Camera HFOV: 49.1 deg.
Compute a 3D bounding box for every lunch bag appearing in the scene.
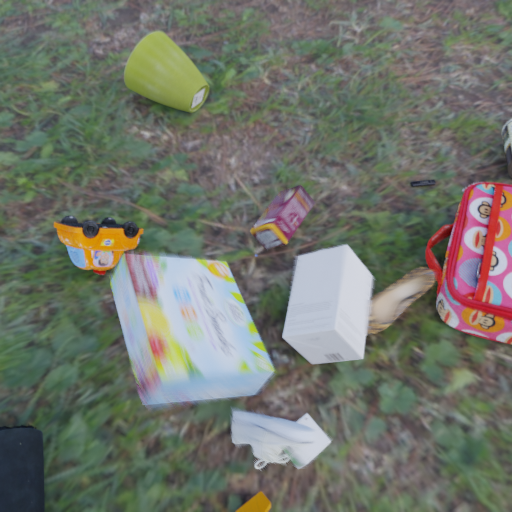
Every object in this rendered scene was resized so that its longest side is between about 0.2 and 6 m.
[{"bbox_3d":[4.289,0.065,9.696,2.590,1.204,2.940,14,54,16],"label":"lunch bag"}]

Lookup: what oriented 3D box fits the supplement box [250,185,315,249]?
[{"bbox_3d":[0.497,-0.723,10.399,0.493,0.635,1.151,49,58,-21],"label":"supplement box"}]

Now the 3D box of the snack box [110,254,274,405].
[{"bbox_3d":[-1.029,1.063,8.615,1.907,0.765,2.262,6,45,-35],"label":"snack box"}]

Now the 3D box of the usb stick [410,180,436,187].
[{"bbox_3d":[3.404,-1.483,11.433,0.504,0.082,0.140,-6,48,-4],"label":"usb stick"}]

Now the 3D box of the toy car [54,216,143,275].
[{"bbox_3d":[-3.650,-0.302,10.371,3.059,1.500,1.018,8,97,26],"label":"toy car"}]

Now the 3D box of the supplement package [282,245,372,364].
[{"bbox_3d":[1.183,0.787,9.013,0.966,0.954,1.594,-14,47,35],"label":"supplement package"}]

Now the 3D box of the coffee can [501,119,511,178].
[{"bbox_3d":[5.548,-2.212,11.486,0.839,0.839,1.146,7,54,5],"label":"coffee can"}]

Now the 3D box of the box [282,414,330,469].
[{"bbox_3d":[0.675,2.682,8.096,0.530,0.454,0.528,-34,73,-27],"label":"box"}]

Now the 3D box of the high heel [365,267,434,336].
[{"bbox_3d":[2.229,0.746,9.124,1.503,1.071,0.537,-38,79,-14],"label":"high heel"}]

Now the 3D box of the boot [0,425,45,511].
[{"bbox_3d":[-3.975,3.557,7.129,2.736,1.045,2.299,-14,58,-18],"label":"boot"}]

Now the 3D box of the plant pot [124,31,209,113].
[{"bbox_3d":[-1.878,-3.936,12.549,1.554,1.454,1.454,37,61,8],"label":"plant pot"}]

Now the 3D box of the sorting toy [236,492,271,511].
[{"bbox_3d":[-0.494,4.230,7.092,2.359,0.316,1.757,-30,51,-25],"label":"sorting toy"}]

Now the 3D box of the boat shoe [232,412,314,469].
[{"bbox_3d":[0.159,2.569,7.661,0.592,1.604,0.684,18,74,-37],"label":"boat shoe"}]
